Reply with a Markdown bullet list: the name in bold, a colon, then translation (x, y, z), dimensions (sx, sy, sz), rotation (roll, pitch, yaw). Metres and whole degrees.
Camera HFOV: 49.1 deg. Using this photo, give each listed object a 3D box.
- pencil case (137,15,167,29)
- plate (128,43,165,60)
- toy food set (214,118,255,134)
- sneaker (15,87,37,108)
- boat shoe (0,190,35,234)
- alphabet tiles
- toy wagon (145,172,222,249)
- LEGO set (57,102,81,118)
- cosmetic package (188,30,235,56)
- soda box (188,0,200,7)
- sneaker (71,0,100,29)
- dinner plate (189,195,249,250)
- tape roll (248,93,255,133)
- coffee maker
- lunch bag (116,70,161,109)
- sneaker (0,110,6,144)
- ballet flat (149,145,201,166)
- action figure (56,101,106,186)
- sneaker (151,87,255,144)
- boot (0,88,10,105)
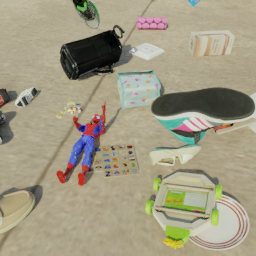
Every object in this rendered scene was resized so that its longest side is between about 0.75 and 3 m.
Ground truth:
- **pencil case**: translation (1.413, -6.235, 16.610), dimensions (1.775, 0.805, 0.831), rotation (4, 10, 2)
- **plate**: translation (0.953, -3.958, 14.266), dimensions (1.389, 0.224, 1.386), rotation (31, 48, 32)
- **toy food set**: translation (3.367, -0.424, 9.755), dimensions (1.392, 0.773, 2.366), rotation (-24, 38, 10)
- **sneaker**: translation (-4.011, -1.162, 10.831), dimensions (0.479, 0.444, 1.181), rotation (1, 35, 20)
- **boat shoe**: translation (-3.373, 2.085, 6.627), dimensions (2.339, 0.760, 0.844), rotation (-24, 46, -26)
- **alphabet tiles**: translation (-0.515, 0.993, 8.489), dimensions (1.553, 0.059, 1.298), rotation (-5, 41, -6)
- **toy wagon**: translation (1.320, 1.972, 6.832), dimensions (1.731, 0.441, 2.231), rotation (2, 38, 23)
- **LEGO set**: translation (-2.215, -0.692, 10.269), dimensions (0.924, 0.344, 0.425), rotation (-17, 43, -19)
- **cosmetic package**: translation (4.131, -4.225, 13.983), dimensions (1.963, 1.015, 0.857), rotation (-6, 42, -4)
- **soda box**: translation (2.853, -5.350, 11.326), dimensions (0.285, 0.841, 0.270), rotation (26, 35, -39)
- **sneaker**: translation (-1.394, -3.719, 8.769), dimensions (0.646, 1.655, 0.705), rotation (-23, 55, 13)
- **dinner plate**: translation (2.051, 2.231, 6.731), dimensions (1.595, 0.193, 1.595), rotation (-10, 34, 7)
- **tape roll**: translation (5.451, -0.440, 9.857), dimensions (2.696, 0.493, 2.696), rotation (0, 41, 0)
- **coffee maker**: translation (-1.587, -3.242, 11.858), dimensions (2.338, 2.246, 1.575), rotation (-29, 64, -27)
- **lunch bag**: translation (0.354, -1.659, 10.829), dimensions (1.512, 1.082, 1.775), rotation (-6, 42, -6)
- **sneaker**: translation (-4.434, -0.096, 9.312), dimensions (1.705, 0.643, 0.970), rotation (28, 49, 32)
- **ballet flat**: translation (1.443, 0.860, 8.375), dimensions (1.604, 0.557, 0.557), rotation (-6, 40, -4)
- **action figure**: translation (-1.292, 0.184, 8.448), dimensions (0.937, 1.421, 2.871), rotation (6, 36, 6)
- **sneaker**: translation (1.723, -0.175, 6.314), dimensions (2.157, 1.302, 0.902), rotation (3, 63, 30)
- **boot**: translation (-5.524, -1.308, 10.785), dimensions (1.893, 0.685, 1.366), rotation (29, 47, 19)
